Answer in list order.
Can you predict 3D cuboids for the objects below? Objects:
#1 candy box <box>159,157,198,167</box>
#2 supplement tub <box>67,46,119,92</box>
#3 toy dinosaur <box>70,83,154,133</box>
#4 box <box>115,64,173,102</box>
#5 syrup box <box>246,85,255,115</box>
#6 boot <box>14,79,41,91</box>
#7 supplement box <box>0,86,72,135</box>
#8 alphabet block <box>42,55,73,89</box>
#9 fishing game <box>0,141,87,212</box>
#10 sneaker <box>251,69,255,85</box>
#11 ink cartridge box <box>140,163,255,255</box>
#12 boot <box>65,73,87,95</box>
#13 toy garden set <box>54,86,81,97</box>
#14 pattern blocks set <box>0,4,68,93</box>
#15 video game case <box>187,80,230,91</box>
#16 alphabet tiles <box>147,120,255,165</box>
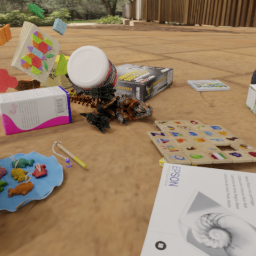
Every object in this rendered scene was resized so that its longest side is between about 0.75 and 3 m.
[{"bbox_3d":[1.266,0.604,6.045,0.638,0.165,1.248,15,27,35],"label":"candy box"},{"bbox_3d":[-0.952,-1.586,8.207,1.170,1.170,1.667,5,-3,11],"label":"supplement tub"},{"bbox_3d":[-0.552,-0.558,7.926,2.404,1.228,1.631,-10,4,16],"label":"toy dinosaur"},{"bbox_3d":[0.218,-1.860,10.949,2.273,0.694,2.871,13,27,27],"label":"box"},{"bbox_3d":[4.215,-0.697,8.280,0.756,0.731,1.856,0,24,1],"label":"syrup box"},{"bbox_3d":[-4.110,-1.716,11.060,0.609,0.426,1.136,13,20,38],"label":"boot"},{"bbox_3d":[-2.558,-0.524,7.694,1.774,0.898,0.917,-13,27,-26],"label":"supplement box"},{"bbox_3d":[-2.796,-2.272,11.343,1.111,1.132,1.105,12,26,26],"label":"alphabet block"},{"bbox_3d":[-2.124,0.866,5.186,2.568,0.399,1.839,-19,31,-31],"label":"fishing game"},{"bbox_3d":[5.209,-1.370,9.450,1.198,1.024,2.920,2,22,-3],"label":"sneaker"},{"bbox_3d":[1.488,1.340,4.018,2.282,0.463,2.277,5,24,12],"label":"ink cartridge box"},{"bbox_3d":[-1.706,-1.614,9.887,0.467,0.880,1.337,-25,11,23],"label":"boot"},{"bbox_3d":[-2.467,-1.165,9.882,1.222,0.293,1.466,6,25,13],"label":"toy garden set"},{"bbox_3d":[-2.693,-2.175,8.230,0.218,2.687,2.362,9,0,39],"label":"pattern blocks set"},{"bbox_3d":[3.230,-1.726,11.340,1.335,0.147,1.217,-2,24,-6],"label":"video game case"},{"bbox_3d":[1.601,0.240,6.642,2.169,0.098,2.595,-1,19,-11],"label":"alphabet tiles"}]
